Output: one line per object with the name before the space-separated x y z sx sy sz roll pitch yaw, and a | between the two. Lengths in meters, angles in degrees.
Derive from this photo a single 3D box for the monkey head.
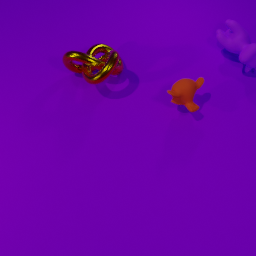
monkey head | 1.436 -0.809 6.768 1.089 0.656 0.783 -24 54 -22

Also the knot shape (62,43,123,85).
knot shape | -0.767 -1.649 7.212 1.653 0.764 1.547 -13 30 -21

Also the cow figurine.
cow figurine | 3.142 -2.271 7.717 1.479 0.825 1.503 40 28 -6
